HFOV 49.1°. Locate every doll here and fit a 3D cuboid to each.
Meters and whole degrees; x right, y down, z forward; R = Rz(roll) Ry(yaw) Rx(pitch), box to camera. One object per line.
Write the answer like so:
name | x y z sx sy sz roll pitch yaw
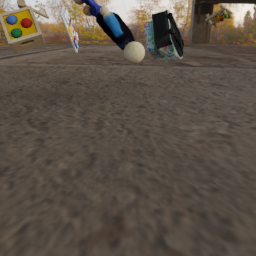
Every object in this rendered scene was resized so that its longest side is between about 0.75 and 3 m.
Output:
doll | -0.438 -2.992 8.339 2.984 0.723 2.036 52 9 26

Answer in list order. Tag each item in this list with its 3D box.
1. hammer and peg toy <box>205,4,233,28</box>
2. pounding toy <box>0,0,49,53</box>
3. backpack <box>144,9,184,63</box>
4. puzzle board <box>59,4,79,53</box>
hammer and peg toy | 2.972 -3.539 9.024 0.734 0.352 0.998 -25 -12 37
pounding toy | -3.265 -3.497 8.944 1.486 1.691 0.774 -21 -8 -11
backpack | 1.488 -3.492 11.130 1.392 1.641 1.849 -13 -18 29
puzzle board | -0.998 -1.739 4.851 0.077 0.665 0.883 -18 33 2
